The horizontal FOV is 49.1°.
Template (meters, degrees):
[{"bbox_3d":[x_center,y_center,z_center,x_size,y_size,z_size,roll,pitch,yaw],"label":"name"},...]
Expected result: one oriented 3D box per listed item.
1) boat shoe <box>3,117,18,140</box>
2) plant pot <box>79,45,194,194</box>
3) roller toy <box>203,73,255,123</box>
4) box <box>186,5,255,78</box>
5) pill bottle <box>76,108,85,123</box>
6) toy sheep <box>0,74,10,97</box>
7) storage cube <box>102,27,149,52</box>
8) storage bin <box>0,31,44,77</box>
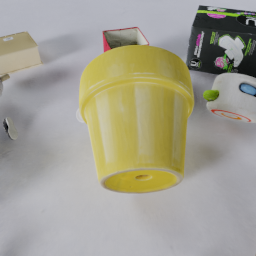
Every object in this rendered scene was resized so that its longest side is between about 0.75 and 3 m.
[{"bbox_3d":[-3.476,0.049,8.218,0.251,0.308,0.833,-40,64,19],"label":"boat shoe"},{"bbox_3d":[0.246,0.013,6.617,2.840,2.840,2.672,-2,62,-2],"label":"plant pot"},{"bbox_3d":[3.168,-0.887,8.083,1.533,1.681,1.174,17,88,39],"label":"roller toy"},{"bbox_3d":[3.798,-3.222,10.495,2.877,1.788,2.137,12,45,11],"label":"box"},{"bbox_3d":[-1.114,-0.384,8.260,0.475,0.475,0.830,23,9,22],"label":"pill bottle"},{"bbox_3d":[-4.668,-1.214,8.830,1.959,1.351,1.351,-39,55,-16],"label":"toy sheep"},{"bbox_3d":[-0.111,-2.604,10.105,1.374,1.445,1.607,-11,46,-11],"label":"storage cube"},{"bbox_3d":[-4.496,-2.960,10.932,1.749,0.820,1.736,-23,48,-21],"label":"storage bin"}]
